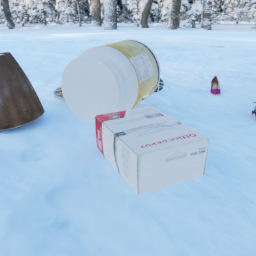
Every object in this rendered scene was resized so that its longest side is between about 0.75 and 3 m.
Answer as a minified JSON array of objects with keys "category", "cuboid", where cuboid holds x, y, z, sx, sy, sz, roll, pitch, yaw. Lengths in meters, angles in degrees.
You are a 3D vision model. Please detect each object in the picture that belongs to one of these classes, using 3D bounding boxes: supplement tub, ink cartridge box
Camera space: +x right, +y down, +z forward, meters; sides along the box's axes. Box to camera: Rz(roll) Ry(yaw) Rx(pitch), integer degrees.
[{"category":"supplement tub","cuboid":[-0.422,-1.505,8.639,2.149,2.149,2.977,11,26,23]},{"category":"ink cartridge box","cuboid":[0.390,0.341,5.937,1.568,0.886,2.137,-10,25,-23]}]

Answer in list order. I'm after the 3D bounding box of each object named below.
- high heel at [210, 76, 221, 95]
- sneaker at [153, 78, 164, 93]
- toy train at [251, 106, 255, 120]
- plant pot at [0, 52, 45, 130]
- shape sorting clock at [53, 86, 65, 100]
[{"category":"high heel","cuboid":[3.477,-1.697,11.143,0.395,0.564,1.173,2,23,5]},{"category":"sneaker","cuboid":[0.488,-1.848,11.359,1.954,0.757,0.778,4,15,9]},{"category":"toy train","cuboid":[4.213,-0.474,8.321,1.000,0.426,0.570,-8,25,22]},{"category":"plant pot","cuboid":[-3.449,-1.120,7.864,1.724,1.845,1.724,-8,23,3]},{"category":"shape sorting clock","cuboid":[-1.698,-1.435,10.525,2.185,0.429,2.185,-5,27,2]}]
